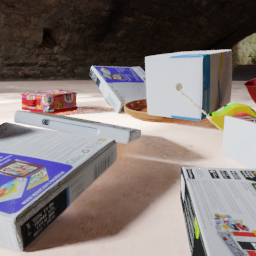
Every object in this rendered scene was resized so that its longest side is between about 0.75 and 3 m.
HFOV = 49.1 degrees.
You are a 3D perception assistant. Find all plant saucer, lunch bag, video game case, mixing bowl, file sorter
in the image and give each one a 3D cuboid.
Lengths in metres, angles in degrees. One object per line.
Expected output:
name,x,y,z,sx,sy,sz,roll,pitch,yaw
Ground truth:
plant saucer,1.194,-0.671,10.425,2.666,0.430,2.666,-2,16,0
lunch bag,-3.426,-1.126,11.728,2.227,0.913,1.962,10,16,40
video game case,-0.892,-0.022,6.256,2.231,0.281,2.452,10,2,7
mixing bowl,5.979,-1.319,10.798,2.623,1.421,2.623,-14,11,3
file sorter,2.503,0.256,5.401,0.748,0.834,1.202,-3,12,-15

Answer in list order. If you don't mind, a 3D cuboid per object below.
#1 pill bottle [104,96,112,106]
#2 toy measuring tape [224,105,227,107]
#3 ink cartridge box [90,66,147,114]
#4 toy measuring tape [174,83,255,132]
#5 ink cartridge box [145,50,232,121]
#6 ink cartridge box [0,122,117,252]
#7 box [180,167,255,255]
pill bottle,-0.692,-1.586,13.758,0.982,0.982,1.792,0,12,-1
toy measuring tape,3.580,-0.388,8.513,2.106,0.775,0.775,-3,11,13
ink cartridge box,0.094,-1.831,12.686,2.828,0.614,2.802,-9,47,-35
toy measuring tape,2.165,-0.450,6.355,2.373,0.873,0.873,40,12,-4
ink cartridge box,2.032,-1.490,9.027,1.877,1.845,2.550,9,21,37
ink cartridge box,-1.680,0.566,4.062,2.340,0.508,2.318,9,21,21
box,1.356,1.057,2.402,1.570,0.495,2.853,1,12,6
